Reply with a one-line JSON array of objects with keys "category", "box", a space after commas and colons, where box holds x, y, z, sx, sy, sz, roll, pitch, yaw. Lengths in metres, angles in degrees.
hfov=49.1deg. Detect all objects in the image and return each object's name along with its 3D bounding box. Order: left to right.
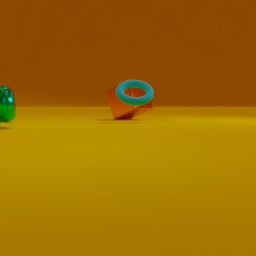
[{"category": "teapot", "box": [-3.617, -0.620, 7.894, 0.834, 1.060, 1.704, -6, -37, -17]}, {"category": "cube", "box": [0.060, -1.224, 12.437, 1.322, 1.322, 1.322, -25, -12, 38]}, {"category": "ring", "box": [0.250, -1.339, 10.433, 1.402, 0.280, 1.402, 2, 43, -2]}]
